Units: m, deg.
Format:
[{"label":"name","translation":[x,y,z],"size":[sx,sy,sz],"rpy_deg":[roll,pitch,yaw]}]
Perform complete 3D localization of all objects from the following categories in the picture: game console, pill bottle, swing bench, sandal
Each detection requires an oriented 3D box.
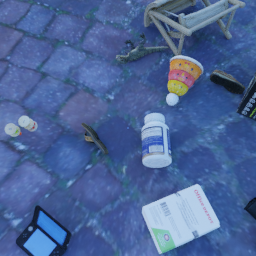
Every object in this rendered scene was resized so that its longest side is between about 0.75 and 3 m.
[{"label":"game console","translation":[-2.500,3.223,8.189],"size":[1.420,0.826,1.249],"rpy_deg":[34,68,16]},{"label":"pill bottle","translation":[0.943,0.407,9.551],"size":[0.957,0.957,1.724],"rpy_deg":[0,63,0]},{"label":"swing bench","translation":[2.601,-4.701,11.666],"size":[2.832,1.847,2.847],"rpy_deg":[-30,67,-14]},{"label":"sandal","translation":[-1.241,0.406,9.856],"size":[0.410,0.614,1.503],"rpy_deg":[-40,75,5]}]

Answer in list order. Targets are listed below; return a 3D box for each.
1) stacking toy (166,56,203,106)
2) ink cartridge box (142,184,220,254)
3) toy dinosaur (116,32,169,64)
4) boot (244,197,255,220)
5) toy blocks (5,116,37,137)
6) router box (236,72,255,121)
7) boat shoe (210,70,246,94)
[{"label":"stacking toy","translation":[1.962,-1.668,10.605],"size":[1.331,1.331,1.822],"rpy_deg":[20,80,10]},{"label":"ink cartridge box","translation":[1.547,2.729,8.451],"size":[1.888,0.793,1.374],"rpy_deg":[-20,65,-10]},{"label":"toy dinosaur","translation":[0.458,-3.363,11.723],"size":[2.319,0.550,1.022],"rpy_deg":[-20,79,-10]},{"label":"boot","translation":[4.092,2.863,8.511],"size":[1.576,0.583,1.292],"rpy_deg":[-31,69,-23]},{"label":"toy blocks","translation":[-3.501,0.020,9.361],"size":[0.865,1.038,0.377],"rpy_deg":[-30,79,-5]},{"label":"router box","translation":[5.146,-1.994,10.075],"size":[0.909,2.193,2.927],"rpy_deg":[28,67,14]},{"label":"boat shoe","translation":[3.922,-1.862,10.930],"size":[1.428,0.540,0.527],"rpy_deg":[31,56,5]}]
